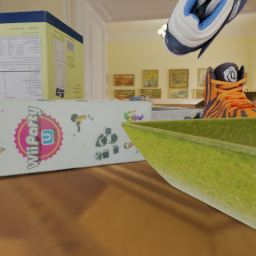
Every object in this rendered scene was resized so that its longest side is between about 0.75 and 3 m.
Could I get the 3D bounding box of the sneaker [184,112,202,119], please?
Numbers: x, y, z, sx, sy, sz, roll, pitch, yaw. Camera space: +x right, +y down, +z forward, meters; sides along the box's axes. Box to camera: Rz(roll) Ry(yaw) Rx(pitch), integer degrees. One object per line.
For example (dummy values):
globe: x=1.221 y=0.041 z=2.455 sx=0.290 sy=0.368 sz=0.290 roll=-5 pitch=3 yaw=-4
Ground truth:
sneaker: x=1.682 y=-0.112 z=6.283 sx=1.020 sy=0.487 sz=0.404 roll=-3 pitch=7 yaw=-26

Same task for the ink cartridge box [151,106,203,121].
ink cartridge box: x=0.581 y=-0.331 z=7.848 sx=2.847 sy=0.669 sz=2.814 roll=-6 pitch=8 yaw=-33

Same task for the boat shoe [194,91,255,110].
boat shoe: x=2.526 y=-0.372 z=7.034 sx=1.017 sy=0.916 sz=2.819 roll=-31 pitch=11 yaw=-4

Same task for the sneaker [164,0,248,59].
sneaker: x=1.793 y=-2.549 z=5.274 sx=1.084 sy=2.690 sz=1.970 roll=43 pitch=0 yaw=-3

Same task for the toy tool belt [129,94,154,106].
toy tool belt: x=0.418 y=-1.145 z=13.681 sx=1.053 sy=1.070 sz=1.714 roll=6 pitch=1 yaw=-31

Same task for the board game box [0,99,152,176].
board game box: x=-1.237 y=0.002 z=3.702 sx=2.521 sy=0.810 sz=1.860 roll=-2 pitch=5 yaw=-30

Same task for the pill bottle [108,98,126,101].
pill bottle: x=-0.436 y=-0.881 z=12.219 sx=0.809 sy=0.809 sz=1.442 roll=2 pitch=6 yaw=20

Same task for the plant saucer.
plant saucer: x=1.472 y=0.280 z=2.065 sx=2.404 sy=0.576 sz=2.400 roll=-3 pitch=7 yaw=-23

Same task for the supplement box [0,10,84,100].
supplement box: x=-2.392 y=-1.333 z=7.444 sx=1.784 sy=2.655 sz=2.658 roll=1 pitch=6 yaw=9

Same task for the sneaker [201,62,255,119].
sneaker: x=1.759 y=-0.443 z=4.848 sx=0.993 sy=1.434 sz=2.560 roll=0 pitch=6 yaw=-4
